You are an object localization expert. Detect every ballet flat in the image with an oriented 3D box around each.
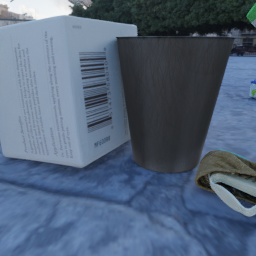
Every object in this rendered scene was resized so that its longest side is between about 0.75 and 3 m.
[{"bbox_3d":[1.752,0.816,3.400,2.184,0.741,0.790,17,44,44],"label":"ballet flat"}]

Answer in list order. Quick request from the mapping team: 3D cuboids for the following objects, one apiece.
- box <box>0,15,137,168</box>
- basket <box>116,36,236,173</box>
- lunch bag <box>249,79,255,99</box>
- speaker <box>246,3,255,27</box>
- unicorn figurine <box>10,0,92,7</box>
[{"bbox_3d":[-1.081,-0.763,5.419,1.982,2.302,2.314,2,15,29],"label":"box"},{"bbox_3d":[0.718,-0.451,4.840,1.943,2.155,1.465,8,19,26],"label":"basket"},{"bbox_3d":[5.655,-1.418,10.357,1.967,0.811,1.581,-1,14,-7],"label":"lunch bag"},{"bbox_3d":[2.909,-1.591,4.571,1.829,0.809,0.809,37,23,3],"label":"speaker"},{"bbox_3d":[-2.329,-4.513,9.050,2.538,0.937,1.743,4,35,-15],"label":"unicorn figurine"}]
